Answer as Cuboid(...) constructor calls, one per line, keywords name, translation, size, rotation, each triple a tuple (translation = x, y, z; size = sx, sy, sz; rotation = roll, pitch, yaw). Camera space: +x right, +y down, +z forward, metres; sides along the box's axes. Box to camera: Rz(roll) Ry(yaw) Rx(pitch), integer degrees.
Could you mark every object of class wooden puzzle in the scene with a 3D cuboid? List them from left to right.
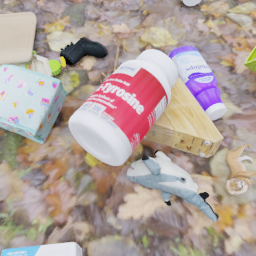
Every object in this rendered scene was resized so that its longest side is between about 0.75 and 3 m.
Cuboid(name="wooden puzzle", translation=(-4.494, -3.095, 9.859), size=(2.433, 0.490, 2.630), rotation=(-7, 53, -4))

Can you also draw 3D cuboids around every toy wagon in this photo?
Cuboid(name="toy wagon", translation=(-3.140, -1.754, 9.125), size=(2.326, 0.460, 1.804), rotation=(-17, 60, -11))

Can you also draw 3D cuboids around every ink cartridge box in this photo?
Cuboid(name="ink cartridge box", translation=(-1.696, 3.757, 5.405), size=(1.552, 0.894, 2.680), rotation=(-4, 58, -3))

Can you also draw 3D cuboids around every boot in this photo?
Cuboid(name="boot", translation=(-1.550, -2.545, 9.582), size=(1.417, 0.524, 1.161), rotation=(32, 61, 27))

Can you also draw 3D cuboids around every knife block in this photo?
Cuboid(name="knife block", translation=(1.385, -0.785, 8.210), size=(2.967, 0.949, 2.605), rotation=(17, 61, 11))

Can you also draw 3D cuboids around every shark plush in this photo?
Cuboid(name="shark plush", translation=(1.130, 1.459, 6.983), size=(2.406, 1.093, 1.002), rotation=(29, 105, 7))

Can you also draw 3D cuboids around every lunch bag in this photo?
Cuboid(name="lunch bag", translation=(-3.016, -0.739, 7.854), size=(2.051, 1.250, 1.747), rotation=(19, 75, 7))

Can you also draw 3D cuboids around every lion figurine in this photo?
Cuboid(name="lion figurine", translation=(2.897, 1.055, 7.369), size=(0.938, 0.555, 1.531), rotation=(-10, 42, 7))

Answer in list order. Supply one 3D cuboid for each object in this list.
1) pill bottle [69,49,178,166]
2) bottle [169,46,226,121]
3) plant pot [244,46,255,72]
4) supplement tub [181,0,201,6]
Cuboid(name="pill bottle", translation=(0.028, -0.590, 6.652), size=(1.544, 1.544, 2.750), rotation=(30, 62, 17))
Cuboid(name="bottle", translation=(2.147, -1.414, 8.669), size=(1.076, 0.841, 2.576), rotation=(-12, 58, -14))
Cuboid(name="plant pot", translation=(4.123, -2.016, 8.225), size=(0.790, 0.870, 0.866), rotation=(40, 77, -15))
Cuboid(name="supplement tub", translation=(2.458, -5.680, 11.262), size=(0.988, 0.988, 1.368), rotation=(-5, 57, -3))
